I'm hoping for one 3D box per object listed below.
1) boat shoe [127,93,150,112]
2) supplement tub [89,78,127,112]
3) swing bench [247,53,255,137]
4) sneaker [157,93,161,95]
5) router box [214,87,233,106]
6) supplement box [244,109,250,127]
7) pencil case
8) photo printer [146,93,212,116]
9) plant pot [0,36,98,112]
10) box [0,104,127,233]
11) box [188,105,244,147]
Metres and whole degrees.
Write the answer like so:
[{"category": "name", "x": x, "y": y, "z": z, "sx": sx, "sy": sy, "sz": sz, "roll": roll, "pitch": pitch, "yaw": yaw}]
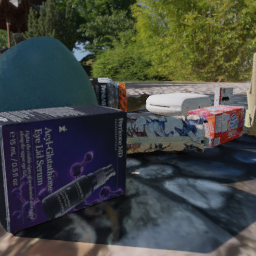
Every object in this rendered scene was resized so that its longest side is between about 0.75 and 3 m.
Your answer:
[{"category": "boat shoe", "x": 0.298, "y": -1.216, "z": 14.717, "sx": 2.189, "sy": 0.788, "sz": 0.739, "roll": -20, "pitch": -11, "yaw": -39}, {"category": "supplement tub", "x": -1.585, "y": -0.998, "z": 10.706, "sx": 2.962, "sy": 1.815, "sz": 1.815, "roll": -3, "pitch": 12, "yaw": -8}, {"category": "swing bench", "x": 5.371, "y": -0.782, "z": 8.681, "sx": 2.961, "sy": 1.931, "sz": 2.977, "roll": 5, "pitch": 49, "yaw": 18}, {"category": "sneaker", "x": 1.884, "y": -1.945, "z": 18.143, "sx": 1.432, "sy": 0.618, "sz": 0.556, "roll": -9, "pitch": 15, "yaw": -36}, {"category": "router box", "x": 5.044, "y": -1.545, "z": 14.767, "sx": 1.093, "sy": 1.217, "sz": 0.297, "roll": -7, "pitch": 14, "yaw": -31}, {"category": "supplement box", "x": 4.959, "y": -0.314, "z": 10.304, "sx": 0.952, "sy": 0.639, "sz": 0.951, "roll": -1, "pitch": 12, "yaw": -4}, {"category": "pencil case", "x": 0.717, "y": 0.185, "z": 7.078, "sx": 2.535, "sy": 0.986, "sz": 1.134, "roll": -2, "pitch": 5, "yaw": -8}, {"category": "photo printer", "x": 2.388, "y": -1.161, "z": 13.584, "sx": 2.707, "sy": 0.940, "sz": 2.252, "roll": -11, "pitch": 16, "yaw": -44}, {"category": "plant pot", "x": -1.777, "y": -0.342, "z": 6.507, "sx": 1.922, "sy": 2.854, "sz": 2.854, "roll": 40, "pitch": 23, "yaw": 11}, {"category": "box", "x": -1.092, "y": 0.461, "z": 4.475, "sx": 2.040, "sy": 1.509, "sz": 1.064, "roll": -11, "pitch": 17, "yaw": -38}, {"category": "box", "x": 2.729, "y": -0.130, "z": 8.621, "sx": 1.938, "sy": 0.966, "sz": 0.925, "roll": -12, "pitch": 17, "yaw": -43}]
